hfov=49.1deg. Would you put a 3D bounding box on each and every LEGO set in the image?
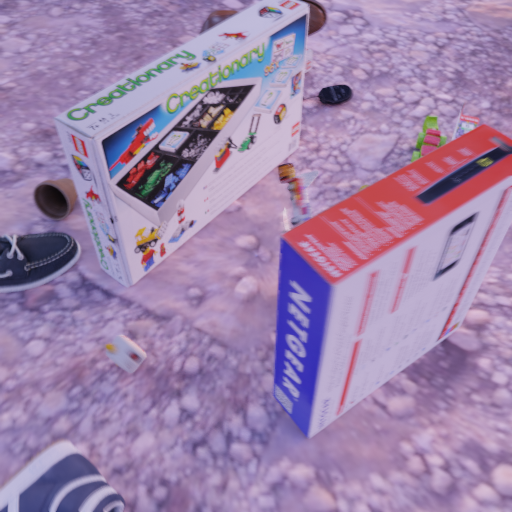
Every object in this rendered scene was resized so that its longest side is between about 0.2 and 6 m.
[{"bbox_3d":[0.733,-0.246,8.108,0.581,2.367,1.768,-9,16,9],"label":"LEGO set"}]

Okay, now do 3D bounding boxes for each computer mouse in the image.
[{"bbox_3d":[1.373,-3.594,12.918,1.754,0.298,0.514,-10,64,-2],"label":"computer mouse"}]

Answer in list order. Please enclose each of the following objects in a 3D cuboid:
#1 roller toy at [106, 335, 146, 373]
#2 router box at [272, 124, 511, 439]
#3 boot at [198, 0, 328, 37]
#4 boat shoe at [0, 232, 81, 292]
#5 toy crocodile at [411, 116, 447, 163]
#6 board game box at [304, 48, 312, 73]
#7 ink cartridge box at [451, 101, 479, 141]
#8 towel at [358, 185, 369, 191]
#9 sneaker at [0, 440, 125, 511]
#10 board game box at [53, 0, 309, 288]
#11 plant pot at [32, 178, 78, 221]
[{"bbox_3d":[-1.906,1.438,8.147,0.510,0.559,0.391,37,80,10],"label":"roller toy"},{"bbox_3d":[1.700,0.456,7.089,3.095,3.448,0.842,-28,55,-23],"label":"router box"},{"bbox_3d":[-0.085,-4.457,12.324,3.112,1.072,3.339,-3,44,16],"label":"boot"},{"bbox_3d":[-4.237,0.093,9.214,2.578,0.778,0.975,-22,53,-18],"label":"boat shoe"},{"bbox_3d":[3.536,-2.188,11.422,0.599,0.548,1.775,14,50,12],"label":"toy crocodile"},{"bbox_3d":[-0.447,-4.369,13.350,2.065,0.566,3.271,31,55,26],"label":"board game box"},{"bbox_3d":[4.156,-2.298,11.290,0.409,0.886,1.625,17,50,14],"label":"ink cartridge box"},{"bbox_3d":[2.207,-0.711,10.346,1.137,0.180,1.584,23,52,19],"label":"towel"},{"bbox_3d":[-2.619,3.387,6.199,1.385,0.895,2.554,27,50,24],"label":"sneaker"},{"bbox_3d":[-0.876,-2.039,9.574,0.847,3.088,4.892,31,55,24],"label":"board game box"},{"bbox_3d":[-3.635,-1.132,10.434,0.763,0.763,0.665,12,31,11],"label":"plant pot"}]
